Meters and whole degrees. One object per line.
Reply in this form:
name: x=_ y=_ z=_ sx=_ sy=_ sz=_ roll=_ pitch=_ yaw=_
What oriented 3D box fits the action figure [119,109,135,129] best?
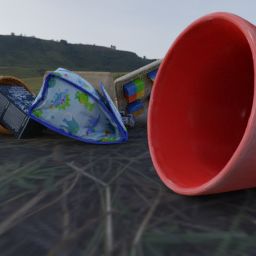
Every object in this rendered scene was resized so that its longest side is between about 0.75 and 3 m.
action figure: x=-0.271 y=-0.280 z=11.293 sx=1.216 sy=0.648 sz=1.869 roll=10 pitch=14 yaw=17

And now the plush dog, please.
plush dog: x=-5.222 y=-0.781 z=11.913 sx=2.674 sy=2.146 sz=2.297 roll=28 pitch=-17 yaw=-18

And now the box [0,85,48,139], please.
box: x=-3.622 y=-0.587 z=9.431 sx=1.732 sy=0.927 sz=1.286 roll=38 pitch=19 yaw=12

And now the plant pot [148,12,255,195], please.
plant pot: x=1.927 y=-0.199 z=4.506 sx=2.351 sy=2.658 sz=2.658 roll=8 pitch=5 yaw=-21

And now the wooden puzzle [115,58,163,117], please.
wooden puzzle: x=0.787 y=-1.577 z=12.577 sx=2.725 sy=2.942 sz=0.681 roll=-28 pitch=59 yaw=-17

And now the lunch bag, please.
lunch bag: x=-1.323 y=-0.597 z=8.728 sx=2.810 sy=1.790 sz=2.389 roll=30 pitch=10 yaw=-13

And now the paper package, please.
paper package: x=-1.825 y=-1.141 z=11.442 sx=2.655 sy=1.441 sz=2.786 roll=1 pitch=-13 yaw=-2

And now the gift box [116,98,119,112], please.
gift box: x=-0.405 y=-0.990 z=14.454 sx=1.176 sy=1.099 sz=1.086 roll=-6 pitch=10 yaw=-31

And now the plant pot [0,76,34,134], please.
plant pot: x=-4.456 y=-0.689 z=9.920 sx=1.400 sy=2.001 sz=2.001 roll=-11 pitch=1 yaw=30
